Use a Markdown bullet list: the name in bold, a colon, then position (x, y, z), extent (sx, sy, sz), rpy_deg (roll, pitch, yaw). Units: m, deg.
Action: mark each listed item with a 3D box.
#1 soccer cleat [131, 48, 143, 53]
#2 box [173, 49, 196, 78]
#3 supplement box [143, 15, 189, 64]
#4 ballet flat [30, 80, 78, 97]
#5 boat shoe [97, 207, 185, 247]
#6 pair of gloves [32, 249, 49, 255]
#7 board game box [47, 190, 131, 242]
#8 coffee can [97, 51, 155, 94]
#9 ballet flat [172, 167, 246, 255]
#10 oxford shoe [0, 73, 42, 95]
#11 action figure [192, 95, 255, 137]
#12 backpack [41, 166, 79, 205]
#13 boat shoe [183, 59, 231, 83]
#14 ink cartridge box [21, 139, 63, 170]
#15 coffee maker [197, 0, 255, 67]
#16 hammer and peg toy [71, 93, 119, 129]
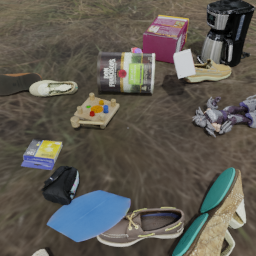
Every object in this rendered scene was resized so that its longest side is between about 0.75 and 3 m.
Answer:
- **soccer cleat**: position (0.474, -3.046, 12.172), extent (0.603, 0.526, 1.576), rpy_deg (-1, 39, -7)
- **box**: position (1.912, -2.191, 9.468), extent (0.582, 0.743, 1.194), rpy_deg (-13, 17, 16)
- **supplement box**: position (1.753, -4.103, 12.787), extent (1.539, 1.213, 2.351), rpy_deg (15, 44, 16)
- **ballet flat**: position (-2.736, -1.456, 10.242), extent (1.755, 0.610, 0.610), rpy_deg (-7, 42, -7)
- **boat shoe**: position (0.283, 2.152, 6.261), extent (1.994, 0.594, 0.716), rpy_deg (-3, 42, -4)
- **pair of gloves**: position (-1.679, 3.783, 4.503), extent (2.532, 0.522, 2.977), rpy_deg (27, 49, 27)
- **board game box**: position (-0.811, 2.035, 6.284), extent (1.532, 0.378, 1.940), rpy_deg (-28, 19, -38)
- **coffee can**: position (-0.047, -2.032, 10.278), extent (2.001, 1.465, 1.465), rpy_deg (2, 42, 2)
- **ballet flat**: position (2.028, 2.105, 6.250), extent (0.951, 1.027, 2.914), rpy_deg (43, 56, 6)
- **oxford shoe**: position (-4.381, -1.700, 10.630), extent (2.209, 0.788, 0.787), rpy_deg (-6, 17, -10)
- **action figure**: position (3.232, -0.444, 9.024), extent (2.423, 0.840, 1.576), rpy_deg (-9, 48, -5)
- **backpack**: position (-1.634, 1.424, 7.071), extent (0.804, 0.610, 0.964), rpy_deg (17, 43, 3)
- **boat shoe**: position (3.234, -2.328, 11.055), extent (2.139, 0.815, 0.767), rpy_deg (-13, 40, -22)
- **ink cartridge box**: position (-2.501, 0.746, 8.134), extent (0.931, 0.222, 0.943), rpy_deg (6, 40, 6)
- **coffee maker**: position (4.193, -3.980, 11.698), extent (2.388, 2.486, 1.675), rpy_deg (-32, 51, -31)
- **hammer and peg toy**: position (-1.091, -0.422, 9.169), extent (1.207, 0.579, 1.641), rpy_deg (16, 44, 15)
